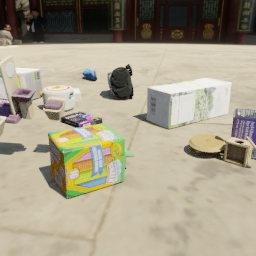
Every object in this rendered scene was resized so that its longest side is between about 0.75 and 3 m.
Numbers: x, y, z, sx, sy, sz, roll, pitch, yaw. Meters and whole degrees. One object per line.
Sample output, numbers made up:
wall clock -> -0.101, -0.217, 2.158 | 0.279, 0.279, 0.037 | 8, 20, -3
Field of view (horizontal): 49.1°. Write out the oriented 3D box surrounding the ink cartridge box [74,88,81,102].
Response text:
ink cartridge box -> -2.442, -1.449, 12.169 | 0.673, 0.397, 1.170 | -6, 21, -15

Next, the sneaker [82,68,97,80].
sneaker -> -2.266, -3.119, 16.447 | 0.726, 0.611, 1.852 | -15, 23, -13

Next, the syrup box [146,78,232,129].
syrup box -> 2.150, -0.937, 9.680 | 2.961, 1.166, 1.206 | -14, 25, -33

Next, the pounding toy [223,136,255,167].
pounding toy -> 2.732, 0.486, 6.476 | 0.853, 0.750, 0.390 | 16, 26, 36

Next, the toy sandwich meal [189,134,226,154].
toy sandwich meal -> 2.039, 0.466, 7.172 | 1.046, 0.358, 1.046 | -2, 23, 1

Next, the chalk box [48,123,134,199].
chalk box -> -0.686, 0.577, 5.845 | 1.660, 1.029, 1.036 | -12, 24, -29

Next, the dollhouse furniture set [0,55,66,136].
dollhouse furniture set -> -2.473, -0.479, 5.530 | 1.761, 1.578, 2.223 | 6, 36, 7

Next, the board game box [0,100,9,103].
board game box -> -5.717, -1.040, 10.522 | 2.231, 0.550, 2.824 | -3, 18, -20

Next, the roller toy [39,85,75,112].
roller toy -> -2.652, -1.171, 10.707 | 1.171, 0.897, 1.284 | -14, 25, -33

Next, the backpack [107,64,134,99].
backpack -> -0.345, -2.104, 12.586 | 1.135, 1.496, 1.793 | -4, 14, -1

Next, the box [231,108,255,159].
box -> 3.295, 0.170, 6.881 | 1.438, 1.064, 0.750 | 7, 22, 21

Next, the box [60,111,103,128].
box -> -1.549, -0.263, 9.261 | 1.183, 0.213, 0.846 | 16, 25, 38

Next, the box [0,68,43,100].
box -> -5.006, -1.956, 12.294 | 2.218, 1.247, 1.124 | 8, 22, 20
